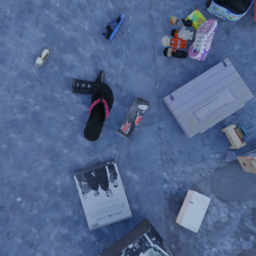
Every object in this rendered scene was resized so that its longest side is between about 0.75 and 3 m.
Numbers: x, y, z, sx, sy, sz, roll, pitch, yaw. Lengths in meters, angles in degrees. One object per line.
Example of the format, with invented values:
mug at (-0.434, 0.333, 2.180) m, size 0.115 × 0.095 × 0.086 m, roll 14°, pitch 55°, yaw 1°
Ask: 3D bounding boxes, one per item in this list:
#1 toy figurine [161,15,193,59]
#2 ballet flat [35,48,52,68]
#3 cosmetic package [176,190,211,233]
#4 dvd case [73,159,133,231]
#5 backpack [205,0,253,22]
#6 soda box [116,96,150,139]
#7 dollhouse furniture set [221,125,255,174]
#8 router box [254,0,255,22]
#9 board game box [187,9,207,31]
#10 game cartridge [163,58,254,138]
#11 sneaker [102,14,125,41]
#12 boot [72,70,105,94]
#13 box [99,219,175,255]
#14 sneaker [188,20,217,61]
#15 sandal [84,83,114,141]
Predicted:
toy figurine at (1.679, -3.070, 9.566) m, size 0.852 × 1.224 × 1.205 m, roll 14°, pitch 83°, yaw 17°
ballet flat at (-3.057, -2.514, 9.967) m, size 0.311 × 0.311 × 0.866 m, roll 38°, pitch 88°, yaw 2°
cosmetic package at (2.155, 2.744, 9.287) m, size 0.674 × 0.484 × 1.194 m, roll 25°, pitch 78°, yaw -7°
dvd case at (-0.877, 2.292, 9.694) m, size 1.562 × 0.257 × 2.079 m, roll -17°, pitch 87°, yaw -1°
backpack at (3.536, -4.387, 9.722) m, size 1.353 × 0.994 × 1.238 m, roll 34°, pitch 85°, yaw 5°
soda box at (0.178, -0.362, 9.749) m, size 0.522 × 0.467 × 1.475 m, roll 31°, pitch 88°, yaw 2°
dollhouse furniture set at (4.188, 0.493, 9.341) m, size 1.177 × 1.171 × 1.670 m, roll -29°, pitch 87°, yaw -2°
router box at (5.144, -4.320, 9.635) m, size 1.781 × 0.435 × 1.599 m, roll 5°, pitch 86°, yaw -26°
board game box at (2.579, -3.778, 10.082) m, size 0.446 × 0.209 × 0.877 m, roll -37°, pitch 87°, yaw -2°
game cartridge at (2.803, -1.010, 9.795) m, size 2.683 × 0.515 × 1.739 m, roll -32°, pitch 90°, yaw -2°
sneaker at (-0.507, -3.669, 9.994) m, size 0.416 × 0.374 × 1.067 m, roll 31°, pitch 88°, yaw -6°
boot at (-1.412, -1.637, 9.906) m, size 1.117 × 0.367 × 0.921 m, roll 5°, pitch 85°, yaw 5°
box at (0.436, 4.657, 8.980) m, size 2.328 × 1.443 × 2.288 m, roll -37°, pitch 85°, yaw -2°
sneaker at (2.699, -3.023, 9.829) m, size 0.612 × 0.673 × 1.522 m, roll 28°, pitch 92°, yaw 46°
sandal at (-1.002, -0.520, 9.612) m, size 0.780 × 0.468 × 2.076 m, roll 16°, pitch 95°, yaw -5°
